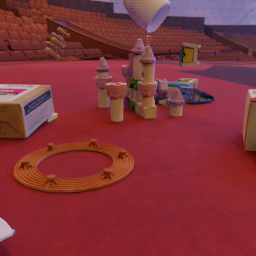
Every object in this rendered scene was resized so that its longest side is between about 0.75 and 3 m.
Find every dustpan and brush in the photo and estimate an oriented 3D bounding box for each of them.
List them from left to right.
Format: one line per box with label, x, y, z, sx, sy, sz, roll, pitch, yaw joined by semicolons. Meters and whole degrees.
dustpan and brush;-2.148;1.149;3.059;1.731;0.495;1.208;23;30;39

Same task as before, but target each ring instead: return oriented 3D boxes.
ring;-0.982;0.593;5.254;2.188;0.210;2.188;1;16;0

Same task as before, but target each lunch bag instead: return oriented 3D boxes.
lunch bag;2.784;-1.309;11.324;1.291;0.607;0.972;1;11;-31

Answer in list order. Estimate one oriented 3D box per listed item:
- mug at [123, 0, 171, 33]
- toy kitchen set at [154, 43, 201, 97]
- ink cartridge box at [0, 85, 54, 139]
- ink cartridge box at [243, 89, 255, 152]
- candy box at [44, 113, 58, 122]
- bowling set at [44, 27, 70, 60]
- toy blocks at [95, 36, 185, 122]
mug;0.603;-4.377;10.276;1.483;1.249;1.691;44;0;9
toy kitchen set;2.291;-2.790;13.113;1.700;2.312;2.886;7;17;19
ink cartridge box;-3.545;-0.520;7.495;2.509;0.942;2.067;0;22;4
ink cartridge box;3.235;-0.186;6.244;1.145;1.140;1.576;6;17;19
candy box;-2.829;-0.347;8.563;1.189;0.157;0.608;4;17;13
bowling set;-2.002;-2.407;7.872;0.463;0.862;0.600;30;11;-37
toy blocks;0.456;-1.758;9.365;2.877;2.422;2.689;-5;16;-16
